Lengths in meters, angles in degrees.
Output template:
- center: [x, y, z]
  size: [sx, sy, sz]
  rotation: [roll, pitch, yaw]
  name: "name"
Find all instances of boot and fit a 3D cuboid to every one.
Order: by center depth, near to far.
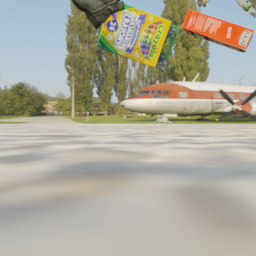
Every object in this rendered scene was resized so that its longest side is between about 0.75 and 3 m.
- center: [-0.823, -3.328, 6.999]
  size: [1.038, 0.538, 1.589]
  rotation: [-34, -35, 15]
  name: "boot"

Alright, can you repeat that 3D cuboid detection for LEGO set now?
- center: [3.039, -3.270, 6.873]
  size: [2.592, 1.683, 0.734]
  rotation: [28, -16, 38]
  name: "LEGO set"

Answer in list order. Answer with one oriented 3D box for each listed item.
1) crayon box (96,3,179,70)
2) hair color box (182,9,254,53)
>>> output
- center: [0.371, -3.120, 9.562]
  size: [2.544, 1.599, 0.656]
  rotation: [18, 13, -7]
  name: "crayon box"
- center: [2.188, -2.344, 6.830]
  size: [1.577, 0.483, 0.801]
  rotation: [25, 16, 17]
  name: "hair color box"
